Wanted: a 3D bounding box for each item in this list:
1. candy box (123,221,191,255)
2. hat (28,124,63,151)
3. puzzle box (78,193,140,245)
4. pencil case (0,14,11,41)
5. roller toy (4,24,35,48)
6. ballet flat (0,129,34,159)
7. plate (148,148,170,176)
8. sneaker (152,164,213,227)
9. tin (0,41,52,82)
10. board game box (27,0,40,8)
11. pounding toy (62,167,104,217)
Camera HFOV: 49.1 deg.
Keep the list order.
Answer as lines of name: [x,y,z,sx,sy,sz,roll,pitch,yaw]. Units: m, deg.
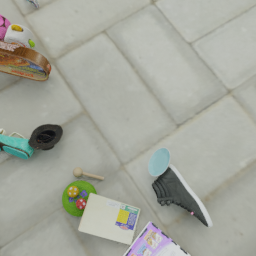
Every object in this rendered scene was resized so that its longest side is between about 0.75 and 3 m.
candy box: [0.925,4.091,8.556,1.863,0.667,1.563,39,77,11]
hat: [-2.761,0.419,9.641,1.257,0.507,1.257,-6,42,5]
puzzle box: [-0.552,2.874,8.833,1.762,0.224,1.173,23,73,-16]
pencil case: [-5.393,-3.538,10.771,0.888,0.861,1.896,40,73,-23]
roller toy: [-4.134,-3.439,10.644,0.951,1.043,0.729,-4,68,37]
ballet flat: [-4.257,0.453,9.712,2.207,0.743,0.777,16,50,4]
plate: [1.032,1.105,9.031,0.127,0.996,0.996,29,72,-29]
sneaker: [1.643,2.406,9.040,1.137,0.811,2.293,-35,72,-7]
tin: [-4.103,-2.426,10.078,2.753,1.541,0.576,15,66,4]
board game box: [-4.009,-5.317,11.459,0.796,0.502,0.138,37,77,10]
pounding toy: [-1.556,2.106,9.129,1.182,0.711,1.531,19,75,5]
